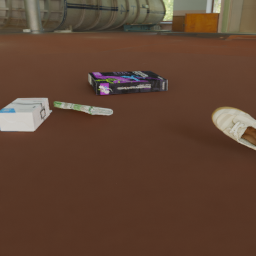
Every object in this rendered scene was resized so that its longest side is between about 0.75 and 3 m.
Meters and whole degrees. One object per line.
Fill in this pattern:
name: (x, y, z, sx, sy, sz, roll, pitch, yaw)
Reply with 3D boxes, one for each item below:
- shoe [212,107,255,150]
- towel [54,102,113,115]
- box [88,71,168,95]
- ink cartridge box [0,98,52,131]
shoe: (2.249, 0.063, 5.213, 1.488, 0.520, 0.397, 27, 18, -8)
towel: (-1.245, -0.534, 7.839, 1.369, 0.210, 1.021, 10, 3, 28)
box: (-0.061, -1.797, 10.769, 2.672, 0.482, 1.910, -4, 23, -16)
ink cartridge box: (-2.655, -0.433, 7.406, 0.875, 0.504, 1.511, 0, 23, 3)
